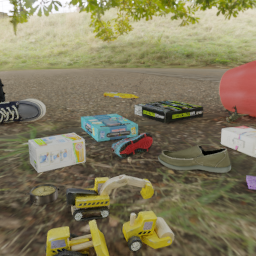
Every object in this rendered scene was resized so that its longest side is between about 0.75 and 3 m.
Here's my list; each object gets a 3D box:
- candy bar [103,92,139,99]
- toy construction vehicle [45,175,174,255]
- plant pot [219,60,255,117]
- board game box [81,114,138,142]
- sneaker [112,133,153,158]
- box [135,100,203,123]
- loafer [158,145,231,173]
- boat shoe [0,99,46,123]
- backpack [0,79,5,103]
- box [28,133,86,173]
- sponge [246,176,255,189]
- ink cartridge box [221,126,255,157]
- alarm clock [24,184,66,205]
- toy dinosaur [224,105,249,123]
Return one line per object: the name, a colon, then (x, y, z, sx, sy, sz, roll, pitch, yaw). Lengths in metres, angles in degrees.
candy bar: (-0.477, -2.085, 17.974, 2.495, 0.276, 0.622, 9, 14, 31)
toy construction vehicle: (-0.345, 1.394, 4.585, 1.944, 0.685, 1.692, -3, 16, -11)
plant pot: (5.752, -1.753, 12.611, 2.852, 2.852, 2.524, -11, 10, -36)
board game box: (-0.735, -0.062, 10.271, 1.487, 0.462, 1.969, -7, 17, -23)
sneaker: (0.121, 0.431, 8.331, 1.433, 0.568, 0.685, -13, 18, -40)
box: (1.835, -0.813, 12.901, 2.244, 0.552, 2.324, -8, 16, -32)
loafer: (1.695, 0.703, 7.184, 1.822, 0.635, 0.685, 3, 16, 10)
boat shoe: (-4.781, -0.559, 11.405, 2.682, 1.001, 1.244, -4, 18, 18)
backpack: (-7.378, -1.836, 14.115, 1.911, 1.851, 2.278, -1, 17, 1)
box: (-1.867, 0.617, 7.432, 1.310, 0.664, 0.737, -10, 19, -31)
sponge: (3.085, 1.244, 6.196, 0.823, 0.123, 0.459, 4, 16, 15)
ink cartridge box: (3.737, 0.404, 8.441, 0.947, 0.549, 1.627, -7, 17, -24)
alarm clock: (-1.620, 1.323, 5.654, 0.787, 0.262, 0.531, -15, 21, -38)
toy dinosaur: (4.554, -0.601, 12.023, 1.425, 0.628, 0.338, -17, -23, -28)
